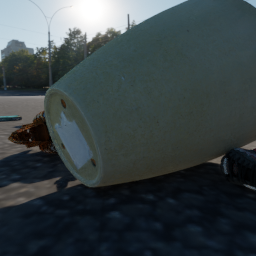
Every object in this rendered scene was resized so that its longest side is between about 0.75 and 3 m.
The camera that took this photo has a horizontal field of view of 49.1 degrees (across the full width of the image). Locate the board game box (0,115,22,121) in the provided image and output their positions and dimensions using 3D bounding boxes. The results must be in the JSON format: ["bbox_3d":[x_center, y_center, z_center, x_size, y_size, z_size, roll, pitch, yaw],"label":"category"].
[{"bbox_3d":[-4.962,-0.400,11.468,1.030,0.145,0.697,-6,10,-35],"label":"board game box"}]

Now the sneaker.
[{"bbox_3d":[1.565,0.554,3.567,0.695,0.503,1.422,2,6,10],"label":"sneaker"}]

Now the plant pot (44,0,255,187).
[{"bbox_3d":[0.379,-0.367,4.199,2.878,2.696,2.696,-27,22,-33],"label":"plant pot"}]

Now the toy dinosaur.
[{"bbox_3d":[-1.218,0.074,5.602,1.949,1.467,2.872,-12,23,17],"label":"toy dinosaur"}]
